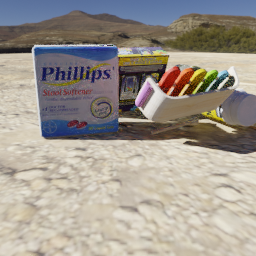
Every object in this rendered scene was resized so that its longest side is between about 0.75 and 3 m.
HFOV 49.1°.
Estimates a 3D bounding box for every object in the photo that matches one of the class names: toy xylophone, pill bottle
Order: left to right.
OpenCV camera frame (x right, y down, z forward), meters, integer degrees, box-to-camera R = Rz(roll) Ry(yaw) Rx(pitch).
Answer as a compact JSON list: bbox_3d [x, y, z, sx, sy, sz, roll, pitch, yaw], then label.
[{"bbox_3d":[1.537,-0.738,7.457,2.907,2.128,0.730,-8,63,-32],"label":"toy xylophone"},{"bbox_3d":[3.046,-0.726,8.672,1.111,1.111,1.944,-7,17,-21],"label":"pill bottle"}]

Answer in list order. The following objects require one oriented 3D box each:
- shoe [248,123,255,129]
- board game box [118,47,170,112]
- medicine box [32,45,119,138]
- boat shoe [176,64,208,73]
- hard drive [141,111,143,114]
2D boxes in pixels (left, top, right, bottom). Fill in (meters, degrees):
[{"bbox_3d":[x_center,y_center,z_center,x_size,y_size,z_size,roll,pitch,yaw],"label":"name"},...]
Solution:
[{"bbox_3d":[4.052,-0.141,8.306,0.416,0.318,1.190,-16,19,-28],"label":"shoe"},{"bbox_3d":[-0.079,-1.667,9.909,2.685,2.219,0.761,-7,39,-21],"label":"board game box"},{"bbox_3d":[-1.451,-1.110,8.005,2.208,2.424,1.248,-4,19,-13],"label":"medicine box"},{"bbox_3d":[2.842,-1.397,9.986,2.900,1.036,0.867,22,1,-27],"label":"boat shoe"},{"bbox_3d":[0.838,-0.831,8.364,0.237,0.756,1.121,28,35,31],"label":"hard drive"}]
